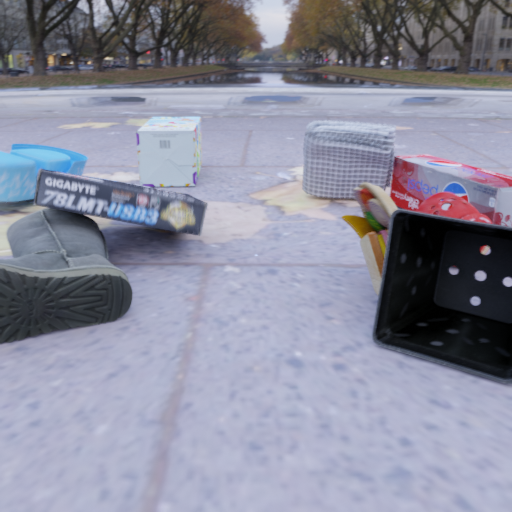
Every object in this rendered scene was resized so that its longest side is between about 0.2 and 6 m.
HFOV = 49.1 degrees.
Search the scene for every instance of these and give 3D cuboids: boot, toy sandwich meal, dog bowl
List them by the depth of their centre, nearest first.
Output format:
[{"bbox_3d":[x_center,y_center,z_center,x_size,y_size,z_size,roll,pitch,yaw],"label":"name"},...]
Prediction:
[{"bbox_3d":[1.561,-0.188,7.272,0.538,1.572,1.572,-24,23,-1],"label":"toy sandwich meal"},{"bbox_3d":[-3.040,0.027,7.325,2.570,1.026,2.827,4,23,-31],"label":"boot"},{"bbox_3d":[-4.929,-1.776,11.762,1.735,0.772,3.113,17,18,17],"label":"dog bowl"}]

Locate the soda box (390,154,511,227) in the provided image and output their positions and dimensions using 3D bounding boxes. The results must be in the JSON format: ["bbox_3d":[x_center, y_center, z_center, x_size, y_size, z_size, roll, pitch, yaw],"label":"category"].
[{"bbox_3d":[3.678,-1.121,10.313,0.929,1.026,2.930,-7,22,-20],"label":"soda box"}]

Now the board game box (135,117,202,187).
[{"bbox_3d":[-2.075,-2.639,13.904,1.337,1.314,2.550,-1,21,-1],"label":"board game box"}]

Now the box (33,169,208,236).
[{"bbox_3d":[-2.135,-0.896,9.039,2.419,0.601,2.401,9,5,-13],"label":"box"}]

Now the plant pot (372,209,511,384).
[{"bbox_3d":[2.312,0.311,6.167,1.510,1.506,1.339,13,13,31],"label":"plant pot"}]

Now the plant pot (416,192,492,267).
[{"bbox_3d":[2.970,-0.373,8.440,0.980,0.980,0.892,-7,28,-18],"label":"plant pot"}]

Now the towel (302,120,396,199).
[{"bbox_3d":[1.883,-1.899,11.486,1.852,1.533,0.792,8,46,11],"label":"towel"}]
